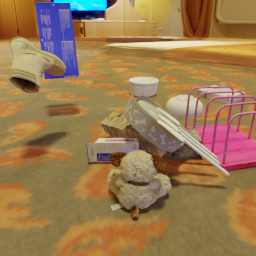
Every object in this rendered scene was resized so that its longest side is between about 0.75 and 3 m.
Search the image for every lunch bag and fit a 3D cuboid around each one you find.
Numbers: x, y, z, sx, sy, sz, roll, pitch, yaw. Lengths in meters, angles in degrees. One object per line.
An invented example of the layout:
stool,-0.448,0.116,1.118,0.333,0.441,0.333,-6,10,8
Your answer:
lunch bag,1.748,0.509,8.742,1.021,0.601,0.838,-16,25,11

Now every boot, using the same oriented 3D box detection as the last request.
boot,-2.696,-1.675,8.529,0.717,1.531,1.969,-24,-30,26

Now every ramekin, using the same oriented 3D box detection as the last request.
ramekin,0.843,-2.207,14.988,1.561,0.761,1.561,0,23,0

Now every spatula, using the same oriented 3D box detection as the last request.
spatula,1.670,0.304,7.431,2.287,0.184,1.590,37,13,-6

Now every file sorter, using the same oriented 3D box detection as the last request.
file sorter,3.215,-0.185,8.931,1.929,1.741,2.776,-5,23,-13

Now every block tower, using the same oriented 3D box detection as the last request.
block tower,0.245,0.110,8.878,0.770,0.719,2.663,-42,33,-23

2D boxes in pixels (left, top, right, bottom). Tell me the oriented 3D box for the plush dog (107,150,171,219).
plush dog,0.197,1.132,6.317,1.572,1.350,1.261,4,23,9

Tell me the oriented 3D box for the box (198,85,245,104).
box,4.780,-1.749,14.395,1.450,0.383,1.860,-18,28,-35

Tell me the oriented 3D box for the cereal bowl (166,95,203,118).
cereal bowl,2.490,-1.047,12.361,1.642,0.684,1.642,0,22,0

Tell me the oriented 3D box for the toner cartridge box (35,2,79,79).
toner cartridge box,-2.932,-3.587,11.623,1.417,2.983,0.644,-7,2,-16

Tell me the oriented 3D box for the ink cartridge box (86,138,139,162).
ink cartridge box,-0.436,0.653,8.238,1.518,0.719,0.281,-2,34,-3

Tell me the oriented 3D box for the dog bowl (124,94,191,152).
dog bowl,0.791,-0.152,8.067,2.139,0.627,2.139,34,16,-11
